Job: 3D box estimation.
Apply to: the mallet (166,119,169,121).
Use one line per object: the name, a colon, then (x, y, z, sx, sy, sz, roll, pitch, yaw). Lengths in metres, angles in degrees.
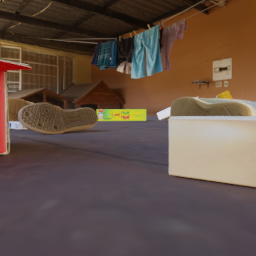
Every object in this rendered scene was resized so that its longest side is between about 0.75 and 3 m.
mallet: (2.602, -0.419, 14.286, 1.427, 0.470, 0.294, -16, -14, 36)

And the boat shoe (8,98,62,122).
boat shoe: (-4.260, -0.641, 12.145, 2.797, 1.025, 0.877, 10, -5, -23)

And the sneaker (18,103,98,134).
sneaker: (-1.561, -0.114, 6.180, 1.868, 0.658, 0.706, 1, -18, -43)

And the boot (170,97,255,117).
boot: (2.291, -0.332, 6.726, 1.723, 0.807, 2.217, -3, 5, -37)

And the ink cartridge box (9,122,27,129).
ink cartridge box: (-2.718, -0.082, 7.760, 0.988, 0.201, 0.986, -3, 4, -43)

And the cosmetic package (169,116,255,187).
cosmetic package: (0.888, 0.130, 1.768, 1.143, 0.406, 0.601, 2, 4, 36)

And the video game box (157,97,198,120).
video game box: (2.140, -0.828, 11.752, 1.545, 0.362, 1.407, -25, -2, 27)

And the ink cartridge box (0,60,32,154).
ink cartridge box: (-2.165, -0.142, 2.185, 1.878, 0.897, 2.139, 2, 4, 37)

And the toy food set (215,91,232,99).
toy food set: (3.247, -0.508, 11.152, 1.231, 1.161, 2.580, -19, -5, -43)

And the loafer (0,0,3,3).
loafer: (-3.284, -3.225, 7.017, 0.315, 0.276, 0.877, -15, 34, 26)

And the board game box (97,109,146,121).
board game box: (-0.404, -0.752, 16.188, 2.756, 0.656, 1.400, 0, 3, -4)
